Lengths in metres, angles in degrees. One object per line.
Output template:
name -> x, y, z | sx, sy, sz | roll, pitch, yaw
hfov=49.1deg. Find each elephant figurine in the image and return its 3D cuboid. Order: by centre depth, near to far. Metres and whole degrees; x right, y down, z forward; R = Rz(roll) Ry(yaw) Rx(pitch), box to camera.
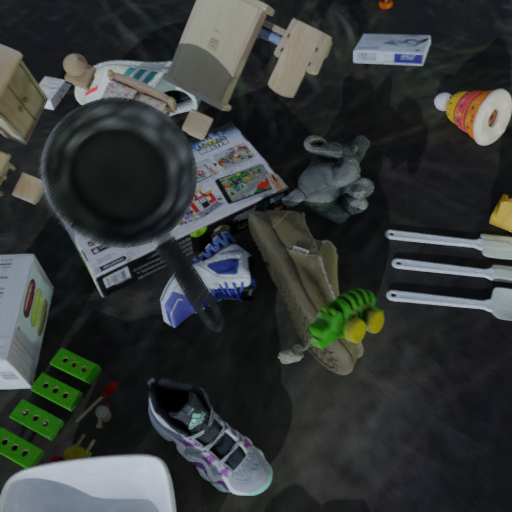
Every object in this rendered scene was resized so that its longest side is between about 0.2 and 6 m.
elephant figurine -> 1.477, -1.762, 11.356 | 1.633, 1.489, 2.105 | 31, 35, -32

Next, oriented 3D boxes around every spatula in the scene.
spatula -> 3.853, 0.294, 10.439 | 2.855, 0.229, 1.985 | 6, 56, 4

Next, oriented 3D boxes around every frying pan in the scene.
frying pan -> -1.133, -0.615, 6.673 | 2.884, 0.469, 1.745 | 38, 77, -13

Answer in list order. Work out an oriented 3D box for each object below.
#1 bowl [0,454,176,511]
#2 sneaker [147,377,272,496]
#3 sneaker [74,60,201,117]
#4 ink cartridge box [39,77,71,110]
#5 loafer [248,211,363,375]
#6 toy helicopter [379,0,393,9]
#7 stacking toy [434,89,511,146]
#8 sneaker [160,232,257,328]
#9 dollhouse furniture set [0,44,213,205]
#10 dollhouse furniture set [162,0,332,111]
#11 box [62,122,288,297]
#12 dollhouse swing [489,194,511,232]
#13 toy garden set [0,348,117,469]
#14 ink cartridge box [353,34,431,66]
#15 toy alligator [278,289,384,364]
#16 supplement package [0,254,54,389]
bowl -> -2.179, 3.989, 7.410 | 2.378, 0.889, 2.381 | -5, 57, -4
sneaker -> -0.751, 2.530, 8.043 | 2.233, 1.562, 0.868 | 28, 59, 18
sneaker -> -2.644, -3.648, 12.686 | 2.941, 1.035, 1.375 | -6, 50, -8
ink cartridge box -> -4.881, -3.941, 13.342 | 0.552, 0.320, 0.948 | 13, 56, 9
loafer -> 0.969, 0.382, 9.701 | 1.185, 1.336, 3.514 | -23, 58, -9
toy helicopter -> 3.323, -7.588, 15.758 | 1.569, 0.619, 1.037 | 23, 61, 25
stacking toy -> 4.718, -3.277, 12.620 | 1.228, 1.228, 1.680 | -33, 42, -21
sneaker -> -0.666, 0.509, 9.915 | 1.183, 0.828, 2.049 | 30, 59, 21
dollhouse furniture set -> -2.553, -1.747, 8.493 | 3.047, 1.488, 2.598 | 23, 81, -1
dollhouse furniture set -> 0.059, -3.103, 9.058 | 2.271, 1.570, 2.406 | 30, 20, 10
box -> -1.639, -1.044, 11.066 | 4.059, 0.705, 2.234 | -26, 59, -17
dollhouse swing -> 5.241, -0.905, 10.756 | 1.123, 0.987, 1.020 | 26, 59, 24
toy garden set -> -2.969, 2.543, 8.802 | 1.505, 0.360, 1.805 | 21, 57, 16
ink cartridge box -> 2.658, -4.069, 10.837 | 1.328, 0.270, 1.330 | 9, 41, 18
toy alligator -> 1.101, 0.852, 7.651 | 2.184, 0.593, 0.648 | -15, 21, -42
supplement package -> -4.237, 1.081, 9.320 | 1.088, 1.130, 1.986 | -2, 55, 0
